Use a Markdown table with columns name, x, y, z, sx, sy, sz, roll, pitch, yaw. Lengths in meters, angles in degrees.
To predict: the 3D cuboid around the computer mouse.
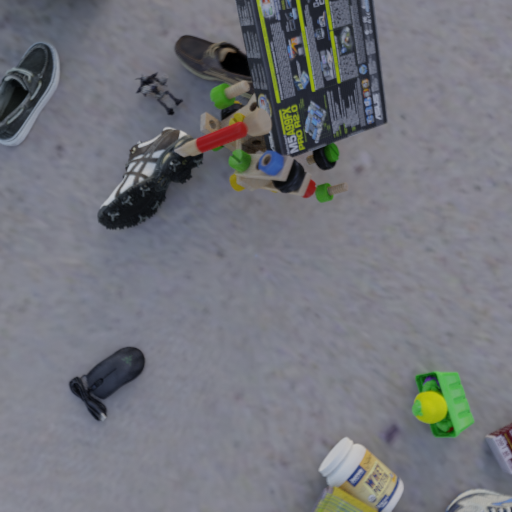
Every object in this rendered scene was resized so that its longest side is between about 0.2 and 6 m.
| name | x | y | z | sx | sy | sz | roll | pitch | yaw |
| --- | --- | --- | --- | --- | --- | --- | --- | --- | --- |
| computer mouse | -2.543 | 2.133 | 9.777 | 1.356 | 0.357 | 0.939 | -41 | 79 | -9 |

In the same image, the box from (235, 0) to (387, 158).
| name | x | y | z | sx | sy | sz | roll | pitch | yaw |
| --- | --- | --- | --- | --- | --- | --- | --- | --- | --- |
| box | 0.963 | -3.159 | 9.058 | 2.148 | 0.594 | 2.681 | -23 | 117 | -17 |

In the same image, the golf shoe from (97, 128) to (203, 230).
| name | x | y | z | sx | sy | sz | roll | pitch | yaw |
| --- | --- | --- | --- | --- | --- | --- | --- | --- | --- |
| golf shoe | -2.115 | -1.466 | 10.521 | 2.351 | 0.914 | 1.111 | -41 | 59 | -9 |

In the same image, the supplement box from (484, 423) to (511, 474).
| name | x | y | z | sx | sy | sz | roll | pitch | yaw |
| --- | --- | --- | --- | --- | --- | --- | --- | --- | --- |
| supplement box | 4.614 | 3.136 | 9.528 | 1.190 | 0.362 | 0.647 | -24 | 77 | -7 |

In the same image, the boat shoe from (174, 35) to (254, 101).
| name | x | y | z | sx | sy | sz | roll | pitch | yaw |
| --- | --- | --- | --- | --- | --- | --- | --- | --- | --- |
| boat shoe | -0.619 | -3.861 | 11.004 | 2.147 | 0.787 | 0.800 | 26 | 71 | 6 |

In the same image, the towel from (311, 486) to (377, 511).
| name | x | y | z | sx | sy | sz | roll | pitch | yaw |
| --- | --- | --- | --- | --- | --- | --- | --- | --- | --- |
| towel | 1.851 | 4.972 | 8.778 | 2.729 | 0.311 | 1.960 | 27 | 101 | 7 |

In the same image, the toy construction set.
| name | x | y | z | sx | sy | sz | roll | pitch | yaw |
| --- | --- | --- | --- | --- | --- | --- | --- | --- | --- |
| toy construction set | -0.267 | -1.927 | 9.595 | 2.262 | 2.943 | 2.455 | -12 | 90 | 37 |

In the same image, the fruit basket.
| name | x | y | z | sx | sy | sz | roll | pitch | yaw |
| --- | --- | --- | --- | --- | --- | --- | --- | --- | --- |
| fruit basket | 2.985 | 2.524 | 9.417 | 1.173 | 0.846 | 1.173 | 5 | 72 | -14 |

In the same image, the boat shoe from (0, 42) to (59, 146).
| name | x | y | z | sx | sy | sz | roll | pitch | yaw |
| --- | --- | --- | --- | --- | --- | --- | --- | --- | --- |
| boat shoe | -4.494 | -3.249 | 10.872 | 0.818 | 0.805 | 2.270 | 14 | 77 | 4 |

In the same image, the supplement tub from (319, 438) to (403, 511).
| name | x | y | z | sx | sy | sz | roll | pitch | yaw |
| --- | --- | --- | --- | --- | --- | --- | --- | --- | --- |
| supplement tub | 1.699 | 3.643 | 9.150 | 1.170 | 0.845 | 0.845 | 40 | 79 | 9 |

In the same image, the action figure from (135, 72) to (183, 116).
| name | x | y | z | sx | sy | sz | roll | pitch | yaw |
| --- | --- | --- | --- | --- | --- | --- | --- | --- | --- |
| action figure | -1.952 | -3.277 | 10.981 | 1.069 | 0.545 | 0.635 | 41 | 77 | 5 |

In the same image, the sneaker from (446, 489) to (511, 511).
| name | x | y | z | sx | sy | sz | roll | pitch | yaw |
| --- | --- | --- | --- | --- | --- | --- | --- | --- | --- |
| sneaker | 4.090 | 4.208 | 9.009 | 2.018 | 0.859 | 0.777 | -4 | 76 | 0 |
